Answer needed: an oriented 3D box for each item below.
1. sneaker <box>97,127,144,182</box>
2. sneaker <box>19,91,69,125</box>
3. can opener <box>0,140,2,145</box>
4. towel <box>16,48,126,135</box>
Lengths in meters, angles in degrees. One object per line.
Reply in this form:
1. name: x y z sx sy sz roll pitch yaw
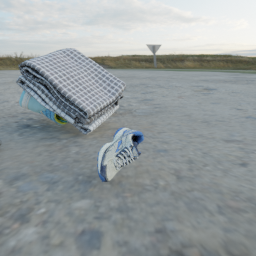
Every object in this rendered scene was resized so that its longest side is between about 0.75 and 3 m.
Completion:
1. sneaker: -0.092 0.413 4.798 0.546 0.494 1.282 1 38 26
2. sneaker: -2.233 -0.720 9.101 1.578 0.962 2.418 26 15 6
3. can opener: -3.401 0.384 6.062 0.425 0.337 1.280 -32 -9 36
4. towel: -1.481 -1.191 7.962 2.528 1.082 2.093 37 36 7
